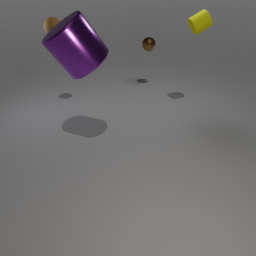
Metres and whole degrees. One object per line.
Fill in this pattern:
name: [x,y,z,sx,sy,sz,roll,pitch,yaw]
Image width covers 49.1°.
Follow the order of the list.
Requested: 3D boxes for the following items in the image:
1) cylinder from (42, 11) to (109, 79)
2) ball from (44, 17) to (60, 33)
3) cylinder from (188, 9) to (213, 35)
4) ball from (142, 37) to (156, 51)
cylinder: [-1.514,-2.390,8.167,1.400,1.400,1.400,-28,34,20]
ball: [-2.927,-3.966,10.931,0.700,0.700,0.700,0,29,0]
cylinder: [2.801,-4.099,10.867,0.700,0.700,0.700,-30,30,6]
ball: [1.060,-4.251,14.204,0.700,0.700,0.700,0,29,0]
